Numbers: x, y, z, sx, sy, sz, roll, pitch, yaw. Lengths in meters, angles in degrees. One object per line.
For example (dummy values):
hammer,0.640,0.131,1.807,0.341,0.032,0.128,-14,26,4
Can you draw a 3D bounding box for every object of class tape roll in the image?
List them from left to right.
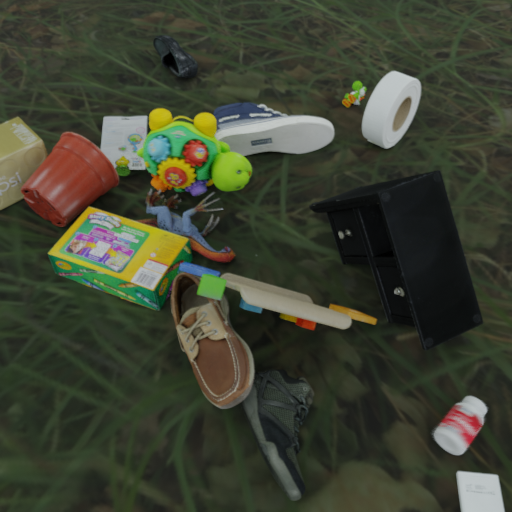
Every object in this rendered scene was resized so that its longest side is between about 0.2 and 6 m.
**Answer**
tape roll,3.312,-3.556,13.699,0.614,1.755,1.755,31,56,25

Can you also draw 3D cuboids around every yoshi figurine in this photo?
yoshi figurine,2.687,-4.482,15.353,0.503,0.501,0.895,23,49,27

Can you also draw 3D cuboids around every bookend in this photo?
bookend,2.513,0.035,10.627,1.294,2.792,2.810,-21,8,-17

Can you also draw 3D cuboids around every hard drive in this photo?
hard drive,3.382,3.749,8.399,0.616,0.125,0.934,5,49,4

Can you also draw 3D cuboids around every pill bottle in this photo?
pill bottle,3.320,2.713,9.033,0.506,0.506,0.902,35,58,26

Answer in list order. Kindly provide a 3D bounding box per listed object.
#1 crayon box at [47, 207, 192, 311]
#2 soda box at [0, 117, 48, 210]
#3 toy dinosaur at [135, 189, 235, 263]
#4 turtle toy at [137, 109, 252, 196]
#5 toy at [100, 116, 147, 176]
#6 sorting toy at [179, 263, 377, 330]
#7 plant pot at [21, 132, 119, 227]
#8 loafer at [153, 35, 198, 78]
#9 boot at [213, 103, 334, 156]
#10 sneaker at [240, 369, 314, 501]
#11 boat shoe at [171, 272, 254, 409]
crayon box,-2.698,0.011,11.261,2.431,0.708,1.444,18,51,15
soda box,-6.432,-1.537,12.236,3.761,1.274,1.204,-34,57,-25
toy dinosaur,-1.489,-0.428,11.835,2.363,1.241,2.144,-38,63,12
turtle toy,-1.364,-2.064,12.277,2.576,1.877,1.302,6,48,2
toy,-3.240,-2.681,13.798,1.087,0.446,1.889,-2,51,-6
sorting toy,0.412,0.877,9.718,3.695,2.081,0.503,16,92,-14
plant pot,-4.129,-1.576,12.205,1.603,1.603,1.559,25,61,20
loafer,-2.490,-5.840,16.369,0.717,0.694,2.043,-24,56,-30
boot,0.378,-3.304,13.892,2.962,1.078,1.338,-4,54,-3
sneaker,0.529,2.674,8.871,1.228,0.819,2.143,-19,46,-8
boat shoe,-0.903,1.343,9.533,1.085,1.029,2.866,-38,40,6
